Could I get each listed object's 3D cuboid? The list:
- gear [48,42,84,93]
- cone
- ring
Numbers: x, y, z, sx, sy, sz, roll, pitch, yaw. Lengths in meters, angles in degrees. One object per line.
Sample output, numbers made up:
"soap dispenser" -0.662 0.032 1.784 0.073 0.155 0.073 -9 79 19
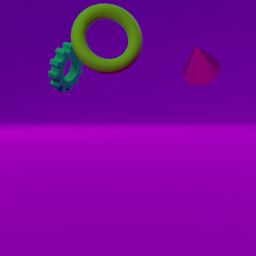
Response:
"gear" -2.206 -2.198 10.233 0.328 1.774 1.774 22 7 16
"cone" 2.865 -2.824 11.333 1.571 1.571 1.577 0 -25 22
"ring" -0.544 -2.375 7.463 1.908 1.908 0.382 0 -6 -11
